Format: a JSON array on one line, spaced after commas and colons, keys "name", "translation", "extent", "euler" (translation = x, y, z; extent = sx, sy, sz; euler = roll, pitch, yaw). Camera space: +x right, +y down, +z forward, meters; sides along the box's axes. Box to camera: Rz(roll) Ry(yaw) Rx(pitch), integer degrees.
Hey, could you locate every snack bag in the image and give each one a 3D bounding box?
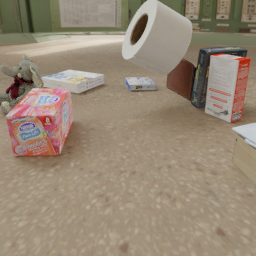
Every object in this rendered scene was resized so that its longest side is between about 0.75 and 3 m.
[{"name": "snack bag", "translation": [3.822, 0.173, 7.613], "extent": [1.475, 0.167, 1.565], "euler": [-12, 23, -10]}]

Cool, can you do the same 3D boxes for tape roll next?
[{"name": "tape roll", "translation": [1.157, -3.742, 11.748], "extent": [1.807, 2.632, 2.632], "euler": [19, 16, -25]}]

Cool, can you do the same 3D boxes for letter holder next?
[{"name": "letter holder", "translation": [3.159, -2.716, 14.449], "extent": [1.294, 1.829, 2.574], "euler": [-8, 25, -17]}]

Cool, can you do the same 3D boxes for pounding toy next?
[{"name": "pounding toy", "translation": [4.052, 0.585, 7.777], "extent": [1.786, 1.270, 1.645], "euler": [-4, 25, -9]}]

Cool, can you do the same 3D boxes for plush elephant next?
[{"name": "plush elephant", "translation": [-4.803, -2.100, 12.688], "extent": [2.760, 2.137, 2.273], "euler": [-14, 28, -28]}]

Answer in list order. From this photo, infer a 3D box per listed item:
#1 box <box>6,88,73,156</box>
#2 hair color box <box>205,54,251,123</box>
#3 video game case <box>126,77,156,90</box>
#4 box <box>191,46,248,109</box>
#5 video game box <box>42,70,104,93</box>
[{"name": "box", "translation": [-2.857, -0.329, 9.661], "extent": [1.502, 1.386, 2.928], "euler": [0, 24, -1]}, {"name": "hair color box", "translation": [3.943, -1.621, 11.228], "extent": [0.786, 2.459, 1.364], "euler": [-15, 28, -30]}, {"name": "video game case", "translation": [0.684, -2.488, 15.723], "extent": [1.455, 0.365, 1.605], "euler": [-3, 24, -7]}, {"name": "box", "translation": [3.986, -2.232, 12.436], "extent": [2.043, 2.591, 0.661], "euler": [-9, 32, -18]}, {"name": "video game box", "translation": [-3.088, -2.691, 15.887], "extent": [2.643, 0.619, 2.408], "euler": [14, 25, 28]}]
